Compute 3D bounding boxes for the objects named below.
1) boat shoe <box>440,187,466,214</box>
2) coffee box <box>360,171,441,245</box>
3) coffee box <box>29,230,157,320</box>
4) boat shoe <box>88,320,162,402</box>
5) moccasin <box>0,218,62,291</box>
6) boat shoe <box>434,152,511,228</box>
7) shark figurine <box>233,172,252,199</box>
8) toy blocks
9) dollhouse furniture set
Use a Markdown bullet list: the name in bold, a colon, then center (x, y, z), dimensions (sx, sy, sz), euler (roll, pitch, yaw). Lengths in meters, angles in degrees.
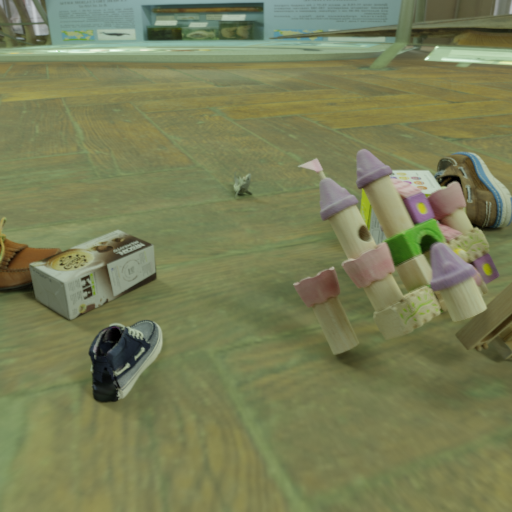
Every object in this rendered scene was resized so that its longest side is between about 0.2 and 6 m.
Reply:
- **boat shoe**: center (3.323, -1.008, 11.378), dimensions (0.796, 0.887, 2.398), euler (-10, 18, -13)
- **coffee box**: center (2.614, -0.783, 10.328), dimensions (1.263, 1.277, 1.275), euler (1, 26, 3)
- **coffee box**: center (-2.540, 0.254, 8.909), dimensions (0.958, 0.677, 1.695), euler (21, 33, 35)
- **boat shoe**: center (-1.627, 1.096, 7.157), dimensions (0.583, 0.724, 1.561), euler (4, 27, 8)
- **moccasin**: center (-4.414, -0.052, 9.169), dimensions (2.583, 0.997, 0.945), euler (6, 27, 12)
- **boat shoe**: center (4.409, -1.525, 12.111), dimensions (1.058, 1.056, 2.923), euler (-3, 26, -3)
- **shark figurine**: center (-0.295, -1.582, 13.115), dimensions (0.463, 0.664, 1.111), euler (19, 3, -17)
- **toy blocks**: center (2.047, -0.448, 7.233), dimensions (2.609, 2.350, 2.791), euler (-20, -6, -36)
- **dollhouse furniture set**: center (3.690, 0.934, 6.857), dimensions (1.529, 1.455, 1.246), euler (-2, 48, -41)
